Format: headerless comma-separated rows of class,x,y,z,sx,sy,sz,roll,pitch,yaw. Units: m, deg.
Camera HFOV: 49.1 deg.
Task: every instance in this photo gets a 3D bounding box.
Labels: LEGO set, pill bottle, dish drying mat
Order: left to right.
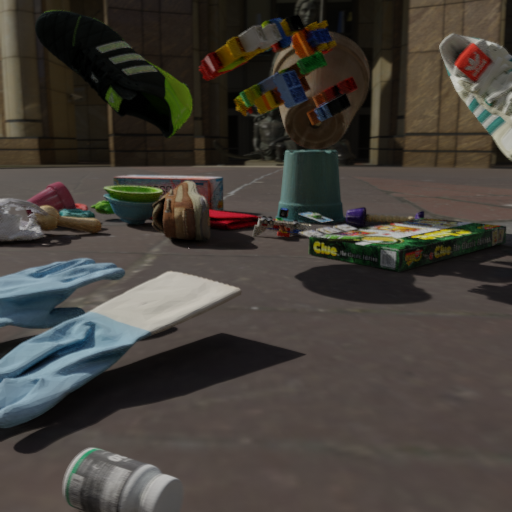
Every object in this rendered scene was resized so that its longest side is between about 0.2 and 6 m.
pill bottle,-0.703,1.253,2.983,0.579,0.327,0.327,6,13,25
dish drying mat,-1.569,-1.053,14.407,3.633,0.331,1.395,10,14,41
LEGO set,1.072,-0.541,12.111,2.221,0.545,1.659,24,24,38

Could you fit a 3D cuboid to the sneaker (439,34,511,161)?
sneaker,4.013,-2.689,9.329,1.552,1.169,3.321,26,33,-29

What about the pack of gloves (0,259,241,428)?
pack of gloves,-2.015,0.796,5.325,2.515,0.591,2.993,13,24,33

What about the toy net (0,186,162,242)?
toy net,-4.400,-1.128,12.869,2.390,0.880,4.557,17,18,34

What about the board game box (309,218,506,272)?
board game box,2.936,-0.295,10.520,3.693,0.433,1.935,-10,17,-42

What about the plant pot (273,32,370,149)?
plant pot,1.414,-3.612,12.950,2.348,2.348,2.038,2,48,11

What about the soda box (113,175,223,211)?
soda box,-2.612,-1.867,16.719,3.221,1.024,1.102,5,13,20

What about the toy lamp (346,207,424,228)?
toy lamp,3.006,-0.875,13.129,1.766,0.514,0.514,3,12,19

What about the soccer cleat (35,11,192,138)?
soccer cleat,-2.590,-3.287,10.103,3.108,1.049,1.260,29,46,-14

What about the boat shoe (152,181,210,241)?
boat shoe,-1.766,-1.008,12.277,1.074,1.133,2.992,-7,13,-14

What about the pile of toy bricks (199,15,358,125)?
pile of toy bricks,0.363,-3.222,10.539,1.800,2.022,3.645,-20,12,34

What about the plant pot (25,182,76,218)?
plant pot,-5.035,-1.175,13.626,0.925,1.034,1.034,-29,27,-36

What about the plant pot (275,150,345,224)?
plant pot,1.420,-1.847,14.647,1.849,1.811,1.849,-1,12,0
